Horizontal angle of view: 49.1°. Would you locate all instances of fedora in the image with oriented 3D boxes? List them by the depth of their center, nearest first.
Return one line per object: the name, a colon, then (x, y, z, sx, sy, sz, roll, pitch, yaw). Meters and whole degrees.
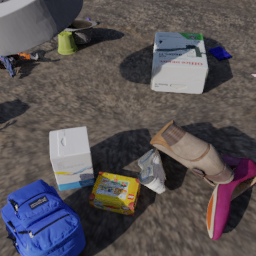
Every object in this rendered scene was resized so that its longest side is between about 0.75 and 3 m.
fedora: (-2.154, -4.176, 12.290, 1.768, 0.798, 1.564, 21, 42, 29)

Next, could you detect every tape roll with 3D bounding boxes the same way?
tape roll: (-2.548, -3.033, 6.879, 2.803, 0.926, 2.803, -11, 50, 14)

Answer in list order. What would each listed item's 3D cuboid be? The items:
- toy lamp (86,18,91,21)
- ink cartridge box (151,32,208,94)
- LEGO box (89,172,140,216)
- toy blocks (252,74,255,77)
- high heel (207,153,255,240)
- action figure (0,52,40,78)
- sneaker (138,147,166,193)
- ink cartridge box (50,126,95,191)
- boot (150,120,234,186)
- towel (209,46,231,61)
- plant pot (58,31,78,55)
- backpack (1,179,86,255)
toy lamp: (-2.509, -4.942, 13.414, 1.490, 0.434, 0.434, -19, 47, -22)
ink cartridge box: (1.860, -2.486, 10.381, 1.891, 1.071, 2.580, 4, 44, 4)
LEGO box: (-0.290, 1.559, 6.711, 1.064, 0.411, 0.793, 10, 45, 10)
toy blocks: (5.767, -2.136, 10.065, 1.647, 1.957, 1.828, -46, 40, 2)
high heel: (2.547, 1.575, 6.446, 1.169, 0.820, 2.431, 17, 49, 13)
action figure: (-4.380, -2.628, 10.921, 1.799, 0.973, 1.860, -19, 72, -9)
sneaker: (0.648, 1.079, 7.145, 0.581, 0.679, 1.559, -37, 18, 24)
ink cartridge box: (-1.368, 0.755, 6.931, 0.915, 1.253, 0.919, -9, 45, -9)
boot: (1.546, 0.671, 7.050, 1.836, 2.511, 0.882, 42, 90, 1)
towel: (3.831, -3.124, 11.677, 0.605, 0.203, 0.820, -15, 46, -16)
plant pot: (-2.594, -3.645, 11.803, 0.847, 0.778, 0.847, 0, 44, 0)
backpack: (-1.694, 1.928, 5.535, 1.292, 1.334, 1.590, -29, 41, -28)
